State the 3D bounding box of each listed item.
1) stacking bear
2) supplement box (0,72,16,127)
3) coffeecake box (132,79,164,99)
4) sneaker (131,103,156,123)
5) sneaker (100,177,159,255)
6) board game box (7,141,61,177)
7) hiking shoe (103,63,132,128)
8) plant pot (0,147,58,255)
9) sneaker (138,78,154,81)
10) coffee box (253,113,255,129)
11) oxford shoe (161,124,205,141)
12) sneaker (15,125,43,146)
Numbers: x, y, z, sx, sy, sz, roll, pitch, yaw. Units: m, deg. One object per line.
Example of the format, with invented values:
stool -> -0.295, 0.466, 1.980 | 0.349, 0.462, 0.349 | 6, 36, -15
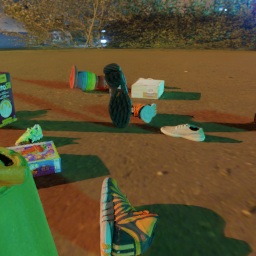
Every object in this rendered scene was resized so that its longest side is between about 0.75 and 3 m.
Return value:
stacking bear -> -2.232, -2.772, 16.465 | 2.121, 1.288, 1.206 | 3, 54, -22
supplement box -> -4.986, -1.078, 10.536 | 0.830, 1.938, 1.069 | 6, 21, 15
coffeecake box -> 1.117, -2.163, 15.370 | 1.436, 0.683, 1.870 | 6, 21, 15
sneaker -> 0.472, -0.627, 11.361 | 1.006, 0.697, 1.796 | 3, 9, 19
sneaker -> 0.003, 1.609, 5.181 | 1.021, 0.707, 1.823 | 2, 30, -7
board game box -> -2.810, 0.878, 7.387 | 1.850, 0.414, 1.244 | -8, 22, -22
hiking shoe -> -0.268, -1.195, 10.507 | 0.894, 2.404, 1.042 | -7, 1, 13
plant pot -> -1.710, 1.487, 3.003 | 2.391, 2.270, 2.391 | 0, 21, 0
sneaker -> 1.101, -2.720, 17.361 | 1.484, 0.575, 0.591 | 9, 38, 39
coffee box -> 5.455, -0.241, 10.217 | 1.473, 0.587, 0.843 | -8, 22, -22
oxford shoe -> 1.868, 0.074, 9.573 | 1.570, 0.453, 0.590 | 11, 26, 34
sneaker -> -3.219, 0.257, 9.023 | 0.466, 0.472, 1.236 | 5, 21, 11
